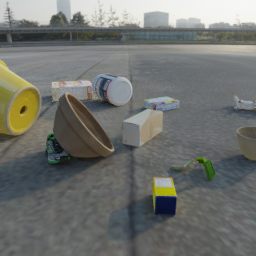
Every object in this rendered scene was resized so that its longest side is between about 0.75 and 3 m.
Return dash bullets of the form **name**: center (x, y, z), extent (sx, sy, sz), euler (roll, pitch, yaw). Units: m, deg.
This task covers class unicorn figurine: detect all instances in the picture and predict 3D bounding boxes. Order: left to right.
- **unicorn figurine**: center (5.716, -1.183, 13.602), extent (1.985, 0.733, 1.363), euler (27, 20, 25)

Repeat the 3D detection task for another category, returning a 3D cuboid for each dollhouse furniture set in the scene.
- **dollhouse furniture set**: center (1.816, 1.128, 7.737), extent (1.146, 0.442, 0.573), euler (-7, 16, 47)

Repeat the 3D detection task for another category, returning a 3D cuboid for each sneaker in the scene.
- **sneaker**: center (-2.197, 0.615, 8.448), extent (0.601, 0.656, 1.539), euler (-11, 23, -28)

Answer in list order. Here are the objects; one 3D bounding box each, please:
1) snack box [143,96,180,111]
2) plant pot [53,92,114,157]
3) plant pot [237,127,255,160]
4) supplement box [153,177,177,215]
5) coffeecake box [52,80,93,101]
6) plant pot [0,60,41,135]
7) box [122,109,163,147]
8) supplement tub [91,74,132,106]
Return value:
- **snack box**: center (1.656, -1.190, 13.873), extent (1.499, 0.397, 1.066), euler (-12, 23, -30)
- **plant pot**: center (-1.514, 0.108, 8.481), extent (1.050, 2.276, 2.276), euler (-37, 21, 4)
- **plant pot**: center (3.892, 0.518, 8.509), extent (1.180, 0.792, 1.180), euler (-1, 20, 0)
- **supplement box**: center (0.799, 1.503, 6.251), extent (0.454, 0.457, 0.835), euler (1, 20, 1)
- **coffeecake box**: center (-3.187, -2.148, 15.952), extent (2.197, 0.803, 1.686), euler (-5, 20, -13)
- **plant pot**: center (-4.905, -1.060, 10.293), extent (2.778, 2.953, 2.953), euler (21, 25, 13)
- **box**: center (0.546, -0.038, 10.012), extent (0.700, 0.855, 1.801), euler (12, 24, 30)
- **supplement tub**: center (-0.884, -2.064, 14.743), extent (1.453, 1.453, 2.070), euler (-13, 23, -32)
